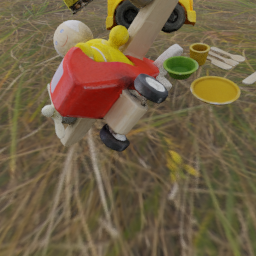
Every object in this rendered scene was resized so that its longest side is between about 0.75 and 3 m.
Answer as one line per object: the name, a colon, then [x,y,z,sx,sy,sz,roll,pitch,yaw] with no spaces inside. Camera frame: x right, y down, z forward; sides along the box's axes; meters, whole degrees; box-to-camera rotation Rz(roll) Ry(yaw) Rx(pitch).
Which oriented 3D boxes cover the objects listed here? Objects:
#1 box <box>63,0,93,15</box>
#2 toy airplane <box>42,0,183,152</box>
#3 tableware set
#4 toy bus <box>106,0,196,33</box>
box: [-1.326,-3.375,6.441,0.779,0.519,2.070,-36,1,2]
toy airplane: [-0.232,-1.025,4.489,1.968,2.777,2.789,37,73,1]
tableware set: [1.451,-0.631,3.514,1.311,0.299,1.945,-31,50,-27]
toy bus: [0.649,-4.087,8.283,2.643,2.537,1.794,0,16,5]
